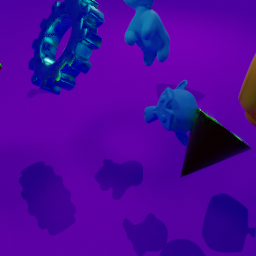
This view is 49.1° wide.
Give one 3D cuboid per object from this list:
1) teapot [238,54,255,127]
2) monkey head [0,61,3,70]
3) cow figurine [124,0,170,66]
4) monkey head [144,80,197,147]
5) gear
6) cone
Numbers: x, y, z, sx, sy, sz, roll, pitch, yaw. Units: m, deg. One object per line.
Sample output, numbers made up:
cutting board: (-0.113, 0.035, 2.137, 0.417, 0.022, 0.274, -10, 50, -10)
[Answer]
teapot: (2.524, -0.713, 4.901, 0.954, 1.948, 1.211, 21, 23, 17)
monkey head: (-2.848, -1.413, 4.668, 1.944, 1.398, 1.171, 32, 37, 19)
cow figurine: (0.419, -2.168, 5.709, 0.776, 1.414, 1.392, -8, 54, 37)
monkey head: (0.765, -0.267, 4.884, 0.723, 0.863, 1.199, 7, 76, -37)
gear: (-1.231, -1.598, 5.305, 0.351, 1.898, 1.898, 19, 23, -44)
cone: (1.140, 0.385, 4.358, 1.029, 1.033, 1.029, 35, 11, -8)
